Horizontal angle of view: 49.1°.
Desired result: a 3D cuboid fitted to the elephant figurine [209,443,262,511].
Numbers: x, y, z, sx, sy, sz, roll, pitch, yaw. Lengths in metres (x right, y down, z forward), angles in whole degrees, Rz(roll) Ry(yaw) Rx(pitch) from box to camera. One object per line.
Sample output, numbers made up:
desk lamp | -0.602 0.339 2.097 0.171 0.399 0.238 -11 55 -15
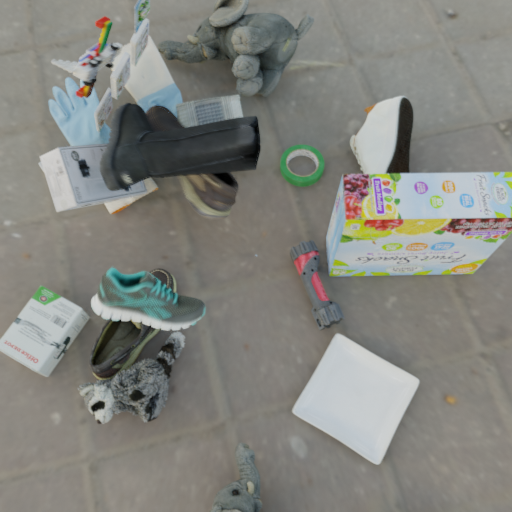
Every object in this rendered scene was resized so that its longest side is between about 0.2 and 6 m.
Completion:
elephant figurine | -0.279 4.301 8.829 1.995 1.548 1.411 42 117 27

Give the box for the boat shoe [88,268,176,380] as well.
boat shoe | -2.237 1.208 10.326 0.871 0.771 2.379 23 68 10

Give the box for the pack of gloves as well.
pack of gloves | -2.732 -2.846 12.304 2.748 0.645 3.271 -30 82 -13

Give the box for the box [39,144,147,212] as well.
box | -3.027 -1.530 10.658 0.569 1.892 1.104 -13 97 34

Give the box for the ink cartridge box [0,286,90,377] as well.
ink cartridge box | -3.921 1.399 10.354 0.997 0.565 1.360 28 69 12

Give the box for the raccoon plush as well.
raccoon plush | -2.219 2.179 10.087 1.318 0.951 1.966 7 35 19

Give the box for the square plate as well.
square plate | 1.786 2.527 10.034 1.721 0.245 1.705 29 69 12

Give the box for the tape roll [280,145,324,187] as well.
tape roll | 0.986 -1.942 12.028 0.940 0.226 0.940 0 66 1

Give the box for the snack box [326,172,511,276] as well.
snack box | 2.857 -0.492 10.154 2.911 2.455 0.985 0 66 0

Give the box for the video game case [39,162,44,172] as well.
video game case | -3.933 -1.895 12.064 1.137 0.130 1.035 -33 70 -15

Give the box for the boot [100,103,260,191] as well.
boot | -1.239 -2.161 9.972 2.669 0.876 2.200 -10 49 12

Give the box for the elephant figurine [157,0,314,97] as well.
elephant figurine | -0.557 -4.938 12.614 2.126 1.939 2.740 -16 47 -40

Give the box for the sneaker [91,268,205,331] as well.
sneaker | -1.649 0.646 8.822 1.794 0.818 0.696 8 32 -15

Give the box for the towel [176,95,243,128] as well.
towel | -0.923 -2.602 11.820 1.418 0.254 1.473 -9 89 -4

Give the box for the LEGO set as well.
LEGO set | -2.754 -3.921 10.475 0.781 3.182 2.377 26 79 -8

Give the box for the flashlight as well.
flashlight | 1.188 0.535 10.767 0.570 0.568 1.677 -7 64 -38

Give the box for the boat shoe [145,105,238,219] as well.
boat shoe | -1.169 -1.983 10.845 1.021 1.004 2.740 -18 67 -52

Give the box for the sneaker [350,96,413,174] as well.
sneaker | 2.536 -1.923 11.798 1.191 1.024 2.813 0 71 41
